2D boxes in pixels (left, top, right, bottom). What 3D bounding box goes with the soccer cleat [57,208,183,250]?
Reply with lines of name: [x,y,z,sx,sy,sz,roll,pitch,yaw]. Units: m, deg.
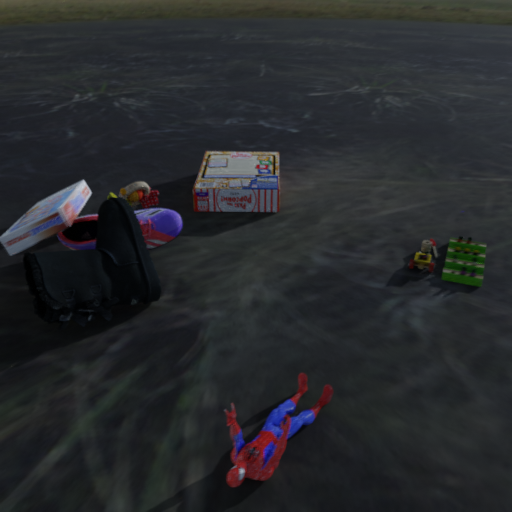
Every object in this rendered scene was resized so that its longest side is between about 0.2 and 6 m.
soccer cleat: [-2.690,-0.505,11.126,2.458,0.839,0.900,-5,-2,-2]

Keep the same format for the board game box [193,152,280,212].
board game box: [-0.416,-1.928,14.099,2.023,0.618,2.671,1,29,2]

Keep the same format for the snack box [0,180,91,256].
snack box: [-4.084,-0.866,11.196,1.192,0.403,3.317,-26,19,-2]

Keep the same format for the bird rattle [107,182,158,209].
bird rattle: [-2.754,-1.325,12.823,1.169,0.953,0.659,-18,69,-24]

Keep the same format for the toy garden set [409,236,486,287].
toy garden set: [3.818,-0.048,11.081,1.347,0.323,1.616,11,31,19]

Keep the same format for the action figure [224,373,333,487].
action figure: [0.253,1.986,6.921,0.634,0.961,1.943,18,37,30]

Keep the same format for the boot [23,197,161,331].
boot: [-2.914,0.041,9.587,2.002,0.904,2.444,-10,59,-32]
